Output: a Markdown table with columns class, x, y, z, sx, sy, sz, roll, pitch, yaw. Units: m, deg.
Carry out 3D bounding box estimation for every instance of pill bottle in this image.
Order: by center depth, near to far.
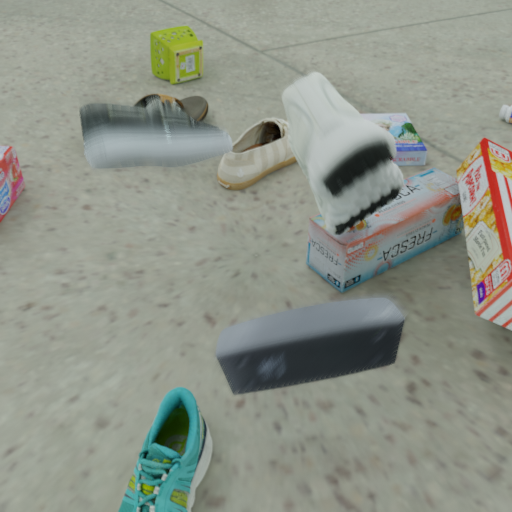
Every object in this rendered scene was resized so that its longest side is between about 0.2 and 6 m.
| class | x | y | z | sx | sy | sz | roll | pitch | yaw |
| --- | --- | --- | --- | --- | --- | --- | --- | --- | --- |
| pill bottle | 5.905 | -3.168 | 12.642 | 0.728 | 0.408 | 0.408 | 24 | 44 | 28 |

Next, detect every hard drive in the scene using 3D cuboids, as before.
| class | x | y | z | sx | sy | sz | roll | pitch | yaw |
| --- | --- | --- | --- | --- | --- | --- | --- | --- | --- |
| hard drive | 0.549 | 0.943 | 5.800 | 1.823 | 1.230 | 0.386 | -11 | 56 | 1 |

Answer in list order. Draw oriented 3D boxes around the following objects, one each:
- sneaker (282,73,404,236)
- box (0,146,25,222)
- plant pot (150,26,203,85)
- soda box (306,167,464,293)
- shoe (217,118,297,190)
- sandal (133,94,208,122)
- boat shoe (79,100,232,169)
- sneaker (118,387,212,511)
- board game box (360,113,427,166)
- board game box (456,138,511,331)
| class | x | y | z | sx | sy | sz | roll | pitch | yaw |
| --- | --- | --- | --- | --- | --- | --- | --- | --- | --- |
| sneaker | 1.004 | -1.110 | 6.648 | 1.118 | 2.975 | 1.206 | -34 | 72 | 3 |
| box | -4.819 | -1.090 | 9.598 | 0.934 | 0.895 | 1.874 | 1 | 38 | 1 |
| plant pot | -2.008 | -5.206 | 14.667 | 1.170 | 1.176 | 1.067 | -24 | 50 | -28 |
| soda box | 2.108 | -0.474 | 8.778 | 2.742 | 0.938 | 0.872 | -22 | 43 | -27 |
| shoe | 0.300 | -2.239 | 11.161 | 1.007 | 0.769 | 2.881 | 24 | 44 | 27 |
| sandal | -2.340 | -3.082 | 12.201 | 2.954 | 0.806 | 1.207 | -21 | 43 | -24 |
| boat shoe | -1.242 | -1.700 | 7.561 | 0.869 | 0.855 | 2.411 | -14 | -1 | 39 |
| sneaker | -0.979 | 2.252 | 5.385 | 0.848 | 0.872 | 2.189 | 4 | 39 | 5 |
| board game box | 2.471 | -2.463 | 11.774 | 1.776 | 0.365 | 1.772 | -2 | 38 | -2 |
| board game box | 4.072 | -0.047 | 7.640 | 2.447 | 0.748 | 3.230 | 24 | 42 | -7 |
